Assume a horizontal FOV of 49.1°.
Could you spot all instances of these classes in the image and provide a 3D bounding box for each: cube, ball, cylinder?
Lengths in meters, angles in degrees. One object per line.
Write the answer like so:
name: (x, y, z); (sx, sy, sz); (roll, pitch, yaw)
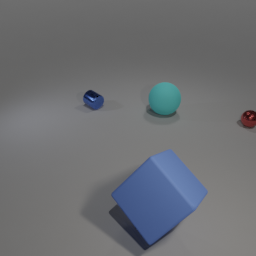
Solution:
cube: (0.767, 1.525, 6.550); (1.400, 1.400, 1.400); (50, 22, 15)
ball: (1.585, -1.265, 12.100); (1.400, 1.400, 1.400); (0, 31, 0)
cylinder: (-1.571, -1.290, 12.779); (0.700, 0.700, 0.700); (32, 43, 31)
ball: (4.931, -0.377, 11.318); (0.700, 0.700, 0.700); (0, 31, 0)
